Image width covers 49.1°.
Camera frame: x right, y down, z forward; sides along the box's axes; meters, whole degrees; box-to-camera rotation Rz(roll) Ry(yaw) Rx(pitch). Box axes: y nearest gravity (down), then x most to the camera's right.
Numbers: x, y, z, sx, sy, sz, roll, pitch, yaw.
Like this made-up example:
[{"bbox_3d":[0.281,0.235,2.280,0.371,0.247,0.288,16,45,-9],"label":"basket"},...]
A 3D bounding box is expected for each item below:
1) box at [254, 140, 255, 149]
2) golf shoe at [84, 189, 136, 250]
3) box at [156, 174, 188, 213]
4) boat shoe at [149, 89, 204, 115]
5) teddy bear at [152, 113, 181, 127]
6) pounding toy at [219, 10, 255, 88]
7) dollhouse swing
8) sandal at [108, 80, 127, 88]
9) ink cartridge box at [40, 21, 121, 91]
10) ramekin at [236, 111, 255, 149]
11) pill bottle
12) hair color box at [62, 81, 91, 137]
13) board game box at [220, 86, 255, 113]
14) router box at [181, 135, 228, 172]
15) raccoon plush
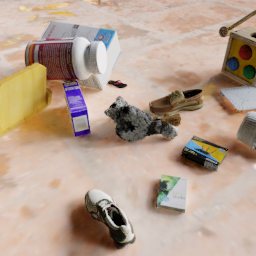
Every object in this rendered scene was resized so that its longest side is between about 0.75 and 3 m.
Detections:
[{"bbox_3d":[3.860,0.535,7.537,0.833,0.204,0.671,3,39,-3],"label":"box"},{"bbox_3d":[-0.381,1.707,5.806,0.609,0.695,1.577,-27,46,-28],"label":"golf shoe"},{"bbox_3d":[1.032,1.491,6.461,0.647,0.163,0.897,8,39,9],"label":"box"},{"bbox_3d":[1.566,-0.918,8.953,1.839,0.679,0.696,-11,41,-12],"label":"boat shoe"},{"bbox_3d":[1.107,-0.178,8.411,0.980,0.327,0.710,-16,34,-7],"label":"teddy bear"},{"bbox_3d":[4.173,-3.079,10.269,1.200,2.305,2.624,-23,45,-25],"label":"pounding toy"},{"bbox_3d":[-3.530,-1.077,8.271,1.859,1.799,2.046,24,47,27],"label":"dollhouse swing"},{"bbox_3d":[-0.395,-1.644,10.225,0.788,0.178,0.296,19,43,22],"label":"sandal"},{"bbox_3d":[-1.875,-2.668,10.213,2.676,1.120,1.941,15,69,16],"label":"ink cartridge box"},{"bbox_3d":[3.358,0.014,7.590,0.515,0.981,0.981,29,48,28],"label":"ramekin"},{"bbox_3d":[-1.867,-2.112,8.619,2.260,1.276,1.276,2,39,13],"label":"pill bottle"},{"bbox_3d":[-1.551,-0.618,8.411,0.537,0.906,1.658,-14,42,-14],"label":"hair color box"},{"bbox_3d":[3.948,-0.977,9.431,1.275,0.165,1.275,-7,40,-10],"label":"board game box"},{"bbox_3d":[2.021,0.653,7.395,0.992,0.253,0.740,24,45,26],"label":"router box"},{"bbox_3d":[0.312,-0.186,8.252,2.052,0.993,1.375,23,20,-18],"label":"raccoon plush"}]
